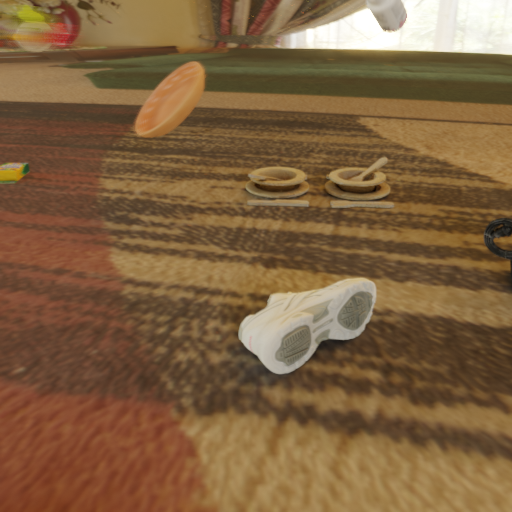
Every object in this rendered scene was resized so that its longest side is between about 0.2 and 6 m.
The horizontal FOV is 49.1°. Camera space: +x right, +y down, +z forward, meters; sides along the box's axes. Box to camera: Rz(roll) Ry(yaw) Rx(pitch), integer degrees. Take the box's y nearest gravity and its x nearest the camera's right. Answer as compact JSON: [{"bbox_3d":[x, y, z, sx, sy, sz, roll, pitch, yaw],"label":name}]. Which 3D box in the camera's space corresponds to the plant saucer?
[{"bbox_3d":[-1.724,-3.140,11.477,1.880,0.352,1.880,-30,40,29],"label":"plant saucer"}]

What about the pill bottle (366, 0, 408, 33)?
[{"bbox_3d":[1.989,-3.871,8.628,0.480,0.480,0.846,19,-3,34],"label":"pill bottle"}]

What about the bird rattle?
[{"bbox_3d":[-3.117,-3.200,8.045,0.421,0.610,0.748,61,17,19],"label":"bird rattle"}]

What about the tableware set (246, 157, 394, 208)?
[{"bbox_3d":[1.414,-1.796,12.867,3.316,0.665,2.192,1,25,3],"label":"tableware set"}]

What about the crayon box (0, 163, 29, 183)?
[{"bbox_3d":[-6.133,-2.069,13.935,0.616,0.253,0.980,0,26,0],"label":"crayon box"}]

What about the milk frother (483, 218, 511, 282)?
[{"bbox_3d":[4.299,-0.312,8.546,1.295,1.435,1.350,-22,19,35],"label":"milk frother"}]

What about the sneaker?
[{"bbox_3d":[0.680,0.708,7.467,2.169,0.845,1.078,-18,27,-35],"label":"sneaker"}]
